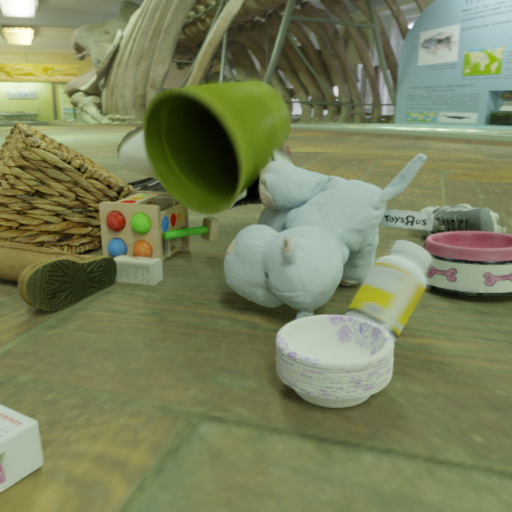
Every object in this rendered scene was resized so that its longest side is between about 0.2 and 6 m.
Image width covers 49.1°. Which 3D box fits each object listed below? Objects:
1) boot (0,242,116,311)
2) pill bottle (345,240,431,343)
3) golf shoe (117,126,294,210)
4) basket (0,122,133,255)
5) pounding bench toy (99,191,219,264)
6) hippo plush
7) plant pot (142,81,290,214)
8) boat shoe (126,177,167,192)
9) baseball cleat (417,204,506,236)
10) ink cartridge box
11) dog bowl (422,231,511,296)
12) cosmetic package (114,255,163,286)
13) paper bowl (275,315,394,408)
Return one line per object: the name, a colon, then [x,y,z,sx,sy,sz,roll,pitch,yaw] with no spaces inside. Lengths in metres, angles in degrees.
boot: [-3.540,0.243,8.515,2.191,0.725,1.919,8,6,22]
pill bottle: [1.603,0.418,6.662,0.650,1.161,0.650,32,-13,8]
golf shoe: [-0.804,-1.622,10.383,3.430,1.245,1.579,3,52,-19]
basket: [-4.281,-0.918,11.523,2.572,2.685,3.604,29,1,-30]
pounding bench toy: [-1.706,-0.465,10.043,1.791,1.113,1.397,5,18,16]
hippo plush: [0.836,0.066,7.858,2.760,2.198,2.219,6,44,32]
plant pot: [-0.459,-1.961,9.088,1.973,1.973,1.900,12,35,34]
boat shoe: [-3.498,-1.806,15.159,2.475,0.705,0.827,-14,22,-38]
baseball cleat: [3.903,-0.522,10.980,1.358,0.890,2.552,-3,6,9]
ink cartridge box: [-2.343,1.604,4.348,0.773,0.453,1.069,10,18,31]
dog bowl: [3.455,0.064,8.803,1.852,0.683,1.852,-1,12,0]
cosmetic package: [-1.917,0.228,9.023,0.749,0.387,0.327,6,18,16]
paper bowl: [0.789,1.099,5.727,1.187,0.617,1.187,0,17,0]
